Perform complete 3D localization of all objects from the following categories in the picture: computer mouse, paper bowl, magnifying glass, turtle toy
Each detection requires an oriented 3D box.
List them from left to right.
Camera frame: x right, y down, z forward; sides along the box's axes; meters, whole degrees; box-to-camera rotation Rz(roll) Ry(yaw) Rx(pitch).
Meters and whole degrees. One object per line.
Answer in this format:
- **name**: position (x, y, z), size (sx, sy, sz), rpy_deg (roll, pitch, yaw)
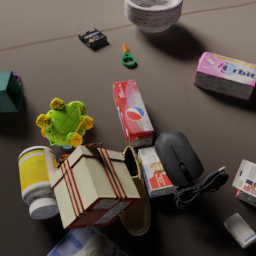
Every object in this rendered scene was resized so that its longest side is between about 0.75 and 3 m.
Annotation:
- **turtle toy**: position (-2.169, -0.199, 10.084), size (1.679, 1.164, 2.304), rpy_deg (32, 51, -5)
- **magnifying glass**: position (-0.051, -3.481, 13.432), size (0.638, 0.180, 1.603), rpy_deg (-8, 53, -6)
- **paper bowl**: position (1.309, -6.177, 14.701), size (2.973, 1.546, 2.973), rpy_deg (0, 51, 0)
- **computer mouse**: position (1.642, 0.956, 8.555), size (1.773, 0.675, 2.561), rpy_deg (-34, 53, 4)

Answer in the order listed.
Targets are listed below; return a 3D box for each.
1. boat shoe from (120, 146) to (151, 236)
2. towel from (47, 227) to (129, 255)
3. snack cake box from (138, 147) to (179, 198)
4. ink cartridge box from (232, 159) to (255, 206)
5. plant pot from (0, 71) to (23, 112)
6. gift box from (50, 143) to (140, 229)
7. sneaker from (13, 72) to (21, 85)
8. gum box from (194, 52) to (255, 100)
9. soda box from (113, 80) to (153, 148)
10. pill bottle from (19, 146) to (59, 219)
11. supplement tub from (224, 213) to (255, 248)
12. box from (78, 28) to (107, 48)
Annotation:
- **boat shoe**: position (0.094, 1.804, 8.547), size (0.983, 1.044, 2.742), rpy_deg (-8, 51, -6)
- **towel**: position (-0.851, 4.024, 7.211), size (2.995, 0.357, 2.200), rpy_deg (32, 60, 25)
- **snack cake box**: position (0.966, 1.391, 9.217), size (0.912, 0.533, 1.586), rpy_deg (-9, 52, -10)
- **ink cartridge box**: position (3.946, 1.748, 8.945), size (1.046, 0.500, 1.192), rpy_deg (26, 56, 20)
- **plant pot**: position (-5.301, -1.359, 11.106), size (1.683, 1.190, 1.189), rpy_deg (-7, 51, 2)
- **gift box**: position (-0.855, 1.519, 7.943), size (2.002, 1.848, 1.870), rpy_deg (-44, 53, 22)
- **sneaker**: position (-4.906, -2.220, 12.245), size (0.357, 0.393, 0.889), rpy_deg (-18, 52, -12)
- **gum box**: position (4.131, -2.277, 11.991), size (2.496, 0.826, 1.417), rpy_deg (19, 55, 15)
- **soda box**: position (0.150, -0.600, 10.620), size (0.955, 0.865, 2.727), rpy_deg (-10, 52, -8)
- **pill bottle**: position (-2.682, 1.660, 8.603), size (1.149, 1.149, 2.050), rpy_deg (-14, 52, -11)
- **supplement tub**: position (3.207, 2.921, 7.972), size (0.541, 0.541, 0.819), rpy_deg (-23, 55, -18)
- **box**: position (-1.792, -4.592, 14.261), size (1.066, 0.265, 1.058), rpy_deg (-32, 59, -24)
